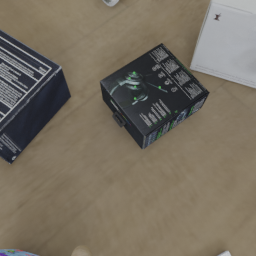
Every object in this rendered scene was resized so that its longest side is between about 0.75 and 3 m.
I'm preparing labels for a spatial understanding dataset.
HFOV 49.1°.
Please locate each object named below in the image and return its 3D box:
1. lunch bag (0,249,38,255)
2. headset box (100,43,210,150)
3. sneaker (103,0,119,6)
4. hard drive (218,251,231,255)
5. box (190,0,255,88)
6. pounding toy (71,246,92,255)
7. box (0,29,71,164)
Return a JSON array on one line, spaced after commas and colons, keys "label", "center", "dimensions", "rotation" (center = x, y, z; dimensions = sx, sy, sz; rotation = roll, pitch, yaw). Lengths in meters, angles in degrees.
[{"label": "lunch bag", "center": [-1.772, 3.147, 5.854], "dimensions": [2.095, 1.577, 0.985], "rotation": [4, 67, 2]}, {"label": "headset box", "center": [0.624, -0.853, 7.838], "dimensions": [2.350, 1.090, 2.046], "rotation": [-35, 72, -14]}, {"label": "sneaker", "center": [-0.826, -5.397, 10.011], "dimensions": [1.167, 0.915, 2.348], "rotation": [-34, 80, -21]}, {"label": "hard drive", "center": [2.237, 3.839, 6.299], "dimensions": [1.100, 0.211, 1.667], "rotation": [-23, 69, -10]}, {"label": "box", "center": [3.377, -2.681, 7.806], "dimensions": [2.588, 2.602, 1.700], "rotation": [19, 66, 8]}, {"label": "pounding toy", "center": [-0.403, 2.769, 4.579], "dimensions": [0.722, 1.201, 1.556], "rotation": [-5, 39, -44]}, {"label": "box", "center": [-3.451, -0.937, 7.570], "dimensions": [2.660, 1.639, 2.638], "rotation": [33, 71, 13]}]
